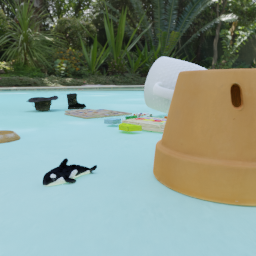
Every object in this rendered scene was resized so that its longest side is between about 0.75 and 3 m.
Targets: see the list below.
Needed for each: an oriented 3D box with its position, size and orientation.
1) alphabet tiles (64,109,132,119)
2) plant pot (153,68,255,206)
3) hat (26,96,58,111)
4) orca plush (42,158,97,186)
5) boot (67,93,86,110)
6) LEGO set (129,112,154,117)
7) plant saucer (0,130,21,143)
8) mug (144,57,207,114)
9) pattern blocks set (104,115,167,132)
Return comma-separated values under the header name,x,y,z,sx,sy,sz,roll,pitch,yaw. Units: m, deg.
name,x,y,z,sx,sy,sz,roll,pitch,yaw
alphabet tiles,-1.623,-0.689,12.844,2.389,0.108,2.858,-8,12,-38
plant pot,1.528,-0.053,4.222,2.297,1.608,2.297,-1,9,0
hat,-4.266,-1.189,14.163,1.697,0.685,1.697,-5,14,1
orca plush,-0.863,0.607,4.171,0.870,0.309,0.458,-6,11,-31
boot,-2.775,-1.459,15.160,1.155,0.864,0.435,-9,13,-43
LEGO set,0.600,-0.614,11.903,0.836,0.275,1.120,-7,11,-19
plant saucer,-3.267,0.203,7.052,1.053,0.186,1.053,0,10,0
mug,2.083,-1.384,10.650,2.596,2.186,2.961,22,20,27
pattern blocks set,0.795,-0.117,8.782,2.618,0.241,2.978,-7,12,-37
